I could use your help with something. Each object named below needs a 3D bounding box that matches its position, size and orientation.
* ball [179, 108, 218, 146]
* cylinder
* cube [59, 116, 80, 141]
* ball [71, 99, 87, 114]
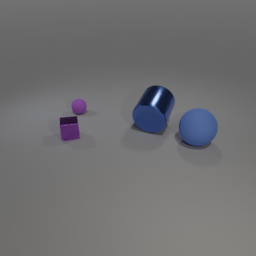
[{"bbox_3d":[2.586,-0.032,10.355,1.400,1.400,1.400,0,29,0],"label":"ball"},{"bbox_3d":[1.051,-0.773,11.305,1.400,1.400,1.400,11,44,20],"label":"cylinder"},{"bbox_3d":[-2.300,0.012,11.025,0.700,0.700,0.700,-6,29,-11],"label":"cube"},{"bbox_3d":[-2.246,-0.996,12.866,0.700,0.700,0.700,0,29,0],"label":"ball"}]
